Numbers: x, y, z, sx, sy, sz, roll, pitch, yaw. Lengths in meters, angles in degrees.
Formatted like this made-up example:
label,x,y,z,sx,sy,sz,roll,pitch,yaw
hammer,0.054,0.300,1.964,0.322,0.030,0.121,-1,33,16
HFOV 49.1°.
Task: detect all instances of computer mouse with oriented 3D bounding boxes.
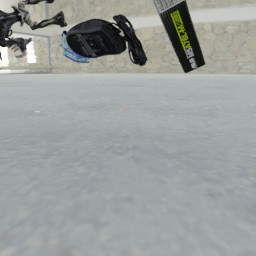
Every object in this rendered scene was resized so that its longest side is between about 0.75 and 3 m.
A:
label,x,y,z,sx,sy,sz,roll,pitch,yaw
computer mouse,-0.498,-1.906,5.951,1.872,0.493,1.296,9,-27,32

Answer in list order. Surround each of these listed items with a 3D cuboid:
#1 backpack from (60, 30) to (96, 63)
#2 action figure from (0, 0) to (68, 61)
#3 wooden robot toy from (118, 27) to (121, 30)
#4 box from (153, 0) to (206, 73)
label,x,y,z,sx,sy,sz,roll,pitch,yaw
backpack,-1.716,-2.934,10.339,1.308,0.961,1.197,32,29,32
action figure,-2.547,-2.266,6.093,2.416,1.436,1.233,-33,13,-33
wooden robot toy,-0.646,-3.526,10.088,0.859,0.379,0.390,-8,31,6
box,0.645,-2.338,4.914,0.500,2.032,2.104,-24,-35,14
